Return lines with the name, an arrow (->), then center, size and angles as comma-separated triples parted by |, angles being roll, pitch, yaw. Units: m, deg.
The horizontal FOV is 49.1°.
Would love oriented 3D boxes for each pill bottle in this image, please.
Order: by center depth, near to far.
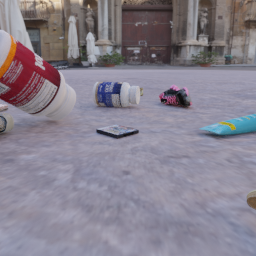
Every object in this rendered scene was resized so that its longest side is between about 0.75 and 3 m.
pill bottle -> -2.555, -1.170, 7.130 | 1.421, 1.421, 2.516 | 10, -16, 36
pill bottle -> -0.407, -1.234, 10.282 | 1.610, 0.893, 0.893 | 4, 14, 15

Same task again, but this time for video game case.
video game case -> -0.252, 0.074, 6.674 | 0.693, 0.098, 0.766 | -13, 19, -43

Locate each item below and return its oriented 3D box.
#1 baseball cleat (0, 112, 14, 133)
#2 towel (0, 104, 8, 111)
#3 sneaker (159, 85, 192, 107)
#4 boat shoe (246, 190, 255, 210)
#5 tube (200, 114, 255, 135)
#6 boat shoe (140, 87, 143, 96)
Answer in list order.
baseball cleat -> -3.017, -0.087, 5.976 | 1.148, 0.752, 2.156 | -7, 16, -26
towel -> -4.837, -0.625, 9.314 | 1.156, 0.195, 1.211 | 6, 15, 19
sneaker -> 1.724, -1.105, 10.548 | 0.927, 0.767, 1.943 | -22, 15, -7
boat shoe -> 1.479, 0.782, 2.723 | 0.246, 0.272, 0.763 | -33, 15, -31
tube -> 2.616, -0.049, 6.664 | 1.745, 0.440, 0.676 | -10, 6, -20
boat shoe -> 0.142, -1.725, 13.355 | 1.216, 0.383, 0.444 | -3, 14, -14
